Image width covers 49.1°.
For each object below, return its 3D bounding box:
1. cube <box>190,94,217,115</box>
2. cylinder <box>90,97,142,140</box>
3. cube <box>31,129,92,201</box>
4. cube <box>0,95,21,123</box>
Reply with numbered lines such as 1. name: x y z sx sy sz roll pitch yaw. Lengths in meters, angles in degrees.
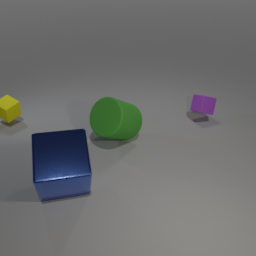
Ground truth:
1. cube: 3.148 -0.986 11.717 0.700 0.700 0.700 7 8 -27
2. cylinder: -0.414 -0.305 10.050 1.400 1.400 1.400 20 5 32
3. cube: -1.786 1.008 7.609 1.400 1.400 1.400 -6 59 -13
4. cube: -4.871 -0.782 11.356 0.700 0.700 0.700 28 47 16
